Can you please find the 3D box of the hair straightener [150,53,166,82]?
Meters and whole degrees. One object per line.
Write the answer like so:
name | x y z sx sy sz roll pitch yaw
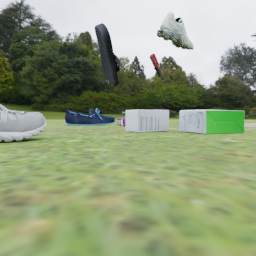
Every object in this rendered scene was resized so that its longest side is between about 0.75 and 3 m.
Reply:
hair straightener | 1.594 -3.156 14.836 0.326 1.592 0.612 -30 6 -1

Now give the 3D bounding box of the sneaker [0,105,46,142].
sneaker | -2.512 -0.253 4.963 0.921 1.011 2.465 2 3 36

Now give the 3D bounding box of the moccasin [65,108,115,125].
moccasin | -2.065 -0.625 15.469 2.769 0.944 1.114 -1 2 -19

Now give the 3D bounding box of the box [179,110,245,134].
box | 2.405 -0.209 8.149 1.401 0.677 1.236 -1 2 -25

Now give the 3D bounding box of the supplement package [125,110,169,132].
supplement package | 0.609 -0.232 8.786 1.236 0.677 0.703 -2 3 -35

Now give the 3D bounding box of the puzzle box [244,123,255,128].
puzzle box | 5.179 -0.124 12.611 1.351 0.172 0.899 2 3 36

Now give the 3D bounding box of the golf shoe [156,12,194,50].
golf shoe | 2.055 -3.719 10.926 0.843 1.047 2.153 24 9 38

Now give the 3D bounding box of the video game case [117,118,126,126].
video game case | 0.678 -0.334 14.838 2.282 0.409 2.068 0 2 -10

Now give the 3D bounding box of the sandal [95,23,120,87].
sandal | -0.486 -2.072 8.345 0.470 0.834 2.195 -27 -33 -14
